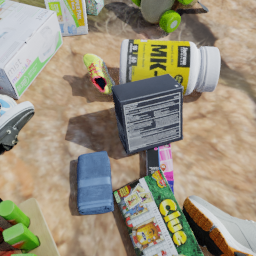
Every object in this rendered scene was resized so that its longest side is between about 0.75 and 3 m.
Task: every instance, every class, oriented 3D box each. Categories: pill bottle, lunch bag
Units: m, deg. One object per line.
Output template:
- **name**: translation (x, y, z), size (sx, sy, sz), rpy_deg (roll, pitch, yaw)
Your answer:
- **pill bottle**: translation (1.183, -1.800, 8.420), size (2.791, 1.595, 1.595), rpy_deg (2, 55, 2)
- **lunch bag**: translation (-1.319, -5.091, 11.148), size (0.540, 0.886, 0.755), rpy_deg (16, 56, 11)

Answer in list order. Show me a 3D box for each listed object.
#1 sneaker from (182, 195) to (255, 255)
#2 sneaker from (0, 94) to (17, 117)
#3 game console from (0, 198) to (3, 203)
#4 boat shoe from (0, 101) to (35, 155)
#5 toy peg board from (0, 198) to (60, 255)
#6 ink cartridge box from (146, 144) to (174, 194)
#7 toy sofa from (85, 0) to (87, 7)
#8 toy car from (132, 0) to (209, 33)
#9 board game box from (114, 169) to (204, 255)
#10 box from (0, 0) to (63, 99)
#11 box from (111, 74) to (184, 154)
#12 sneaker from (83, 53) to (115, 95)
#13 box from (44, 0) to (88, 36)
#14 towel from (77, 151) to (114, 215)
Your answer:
- **sneaker**: translation (2.359, 2.320, 6.105), size (2.541, 0.962, 1.169), rpy_deg (41, 50, 22)
- **sneaker**: translation (-4.321, -0.797, 8.172), size (2.175, 0.782, 0.788), rpy_deg (17, 28, 10)
- **game console**: translation (-3.846, 2.144, 6.286), size (1.163, 0.238, 1.971), rpy_deg (24, 53, 33)
- **boat shoe**: translation (-3.387, 0.342, 7.482), size (0.733, 0.889, 2.589), rpy_deg (40, 64, 2)
- **toy peg board**: translation (-2.703, 2.866, 5.366), size (2.617, 1.285, 2.628), rpy_deg (-26, 58, -17)
- **ink cartridge box**: translation (0.823, 1.059, 7.277), size (0.674, 0.264, 1.424), rpy_deg (0, 57, 0)
- **toy sofa**: translation (-2.139, -5.271, 11.587), size (0.909, 0.376, 0.443), rpy_deg (16, 62, 11)
- **toy car**: translation (1.946, -5.041, 10.912), size (2.723, 2.149, 2.237), rpy_deg (-13, 55, -44)
- **board game box**: translation (0.693, 2.272, 6.179), size (1.318, 0.295, 2.516), rpy_deg (-27, 58, 2)
- **box**: translation (-4.049, -2.744, 9.173), size (2.608, 1.429, 2.956), rpy_deg (17, 57, 11)
- **box**: translation (0.530, -0.387, 7.318), size (1.618, 1.605, 0.997), rpy_deg (-14, 36, -10)
- **sneaker**: translation (-0.922, -1.638, 8.423), size (1.456, 0.569, 0.657), rpy_deg (54, 27, 4)
- **box**: translation (-2.232, -4.632, 9.879), size (1.368, 2.432, 1.233), rpy_deg (-8, 56, -6)
- **towel**: translation (-0.836, 1.351, 6.985), size (0.865, 0.376, 1.549), rpy_deg (-5, 56, -3)
